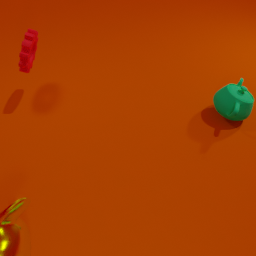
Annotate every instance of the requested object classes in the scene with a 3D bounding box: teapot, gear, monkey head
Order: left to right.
[{"bbox_3d":[-2.158,1.864,4.030,1.193,1.424,1.979,13,87,26],"label":"monkey head"},{"bbox_3d":[-2.531,-1.955,7.146,0.201,1.085,1.085,14,43,-12],"label":"gear"},{"bbox_3d":[2.775,-0.753,7.225,1.027,0.808,1.651,28,41,4],"label":"teapot"}]
